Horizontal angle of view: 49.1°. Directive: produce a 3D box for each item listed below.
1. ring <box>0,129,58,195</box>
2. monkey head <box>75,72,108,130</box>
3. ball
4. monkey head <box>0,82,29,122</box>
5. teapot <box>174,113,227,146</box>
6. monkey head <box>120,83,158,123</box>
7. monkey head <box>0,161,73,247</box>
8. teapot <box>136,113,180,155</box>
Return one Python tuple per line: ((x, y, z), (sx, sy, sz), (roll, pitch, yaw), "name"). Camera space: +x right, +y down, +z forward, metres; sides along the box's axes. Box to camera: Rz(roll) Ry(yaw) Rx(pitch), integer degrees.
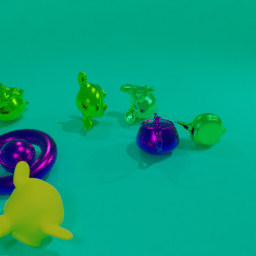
((-2.346, 0.638, 5.829), (1.759, 0.352, 1.759), (-4, 39, 3), "ring")
((-1.109, -0.693, 7.435), (1.066, 1.482, 0.893), (-6, 0, 29), "monkey head")
((-2.279, 0.587, 5.800), (0.727, 0.727, 0.727), (0, 30, 0), "ball")
((-3.421, -0.736, 7.739), (1.126, 0.943, 1.565), (33, 38, 9), "monkey head")
((1.795, -0.008, 6.744), (1.336, 0.831, 0.654), (8, 18, -14), "teapot")
((0.277, -0.754, 7.897), (1.091, 0.914, 1.517), (21, 35, 25), "monkey head")
((-1.514, 1.229, 4.138), (1.484, 0.894, 1.068), (48, 12, 24), "monkey head")
((0.680, 0.099, 6.495), (1.019, 0.802, 1.638), (-1, 20, 3), "teapot")
